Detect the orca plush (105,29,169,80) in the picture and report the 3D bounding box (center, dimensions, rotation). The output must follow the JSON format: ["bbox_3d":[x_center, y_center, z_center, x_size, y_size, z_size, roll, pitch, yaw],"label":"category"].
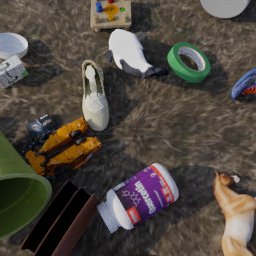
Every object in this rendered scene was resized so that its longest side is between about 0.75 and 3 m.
[{"bbox_3d":[0.310,-2.115,8.745,1.468,0.992,2.791,-47,49,-5],"label":"orca plush"}]

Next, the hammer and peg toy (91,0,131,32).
[{"bbox_3d":[-0.637,-4.351,9.916,1.473,0.706,2.003,-3,67,1],"label":"hammer and peg toy"}]

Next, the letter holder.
[{"bbox_3d":[-1.625,2.288,6.742,0.983,1.390,1.955,30,71,12],"label":"letter holder"}]

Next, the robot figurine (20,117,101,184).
[{"bbox_3d":[-1.887,0.670,7.849,2.093,0.609,1.518,-31,71,-13],"label":"robot figurine"}]

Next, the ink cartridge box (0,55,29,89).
[{"bbox_3d":[-3.727,-1.752,8.825,0.945,0.690,0.397,-35,73,-12],"label":"ink cartridge box"}]

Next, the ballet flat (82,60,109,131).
[{"bbox_3d":[-1.047,-1.062,8.497,0.803,0.803,2.311,-9,68,-4],"label":"ballet flat"}]

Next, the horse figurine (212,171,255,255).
[{"bbox_3d":[3.033,2.602,6.917,1.965,0.740,2.966,5,72,15],"label":"horse figurine"}]

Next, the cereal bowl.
[{"bbox_3d":[-3.881,-2.612,9.216,1.126,0.469,1.126,9,49,-10],"label":"cereal bowl"}]

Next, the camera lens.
[{"bbox_3d":[3.583,-5.197,9.677,1.764,1.764,2.206,21,69,9],"label":"camera lens"}]

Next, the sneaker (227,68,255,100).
[{"bbox_3d":[4.044,-1.397,8.638,2.190,0.825,0.859,-28,75,-9],"label":"sneaker"}]

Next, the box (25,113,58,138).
[{"bbox_3d":[-2.574,-0.002,8.367,0.784,0.171,0.628,-30,70,-12],"label":"box"}]

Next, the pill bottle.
[{"bbox_3d":[0.234,1.797,7.104,1.939,1.090,1.090,-30,70,-12],"label":"pill bottle"}]

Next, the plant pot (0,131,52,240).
[{"bbox_3d":[-3.622,1.100,6.860,2.676,2.676,2.541,-31,58,-12],"label":"plant pot"}]

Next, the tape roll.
[{"bbox_3d":[1.931,-2.078,8.834,1.390,0.334,1.390,14,54,-20],"label":"tape roll"}]
